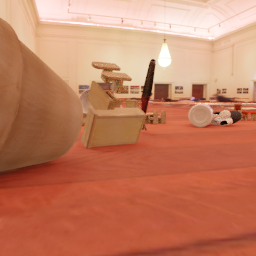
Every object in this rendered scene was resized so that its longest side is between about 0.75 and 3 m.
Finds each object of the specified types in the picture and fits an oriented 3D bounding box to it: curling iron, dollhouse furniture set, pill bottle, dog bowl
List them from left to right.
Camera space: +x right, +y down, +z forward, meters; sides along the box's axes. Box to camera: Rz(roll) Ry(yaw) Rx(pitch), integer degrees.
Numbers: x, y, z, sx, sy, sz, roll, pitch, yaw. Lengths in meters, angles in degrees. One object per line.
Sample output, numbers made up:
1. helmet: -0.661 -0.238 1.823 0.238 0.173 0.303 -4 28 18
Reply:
1. dog bowl: -1.582 -1.105 12.189 1.145 1.145 0.451 3 -13 25
2. dollhouse furniture set: -0.791 -0.542 7.834 1.504 1.984 2.264 -3 34 -33
3. dollhouse furniture set: 0.735 -0.772 13.084 1.646 1.093 1.443 -6 9 -40
4. curling iron: 0.630 -0.958 9.066 0.358 2.803 0.695 2 42 -9
5. pill bottle: 3.177 -0.578 12.088 0.961 0.961 1.715 2 6 18
6. dollhouse furniture set: 6.281 -0.852 14.972 1.564 0.806 1.547 -2 7 -15

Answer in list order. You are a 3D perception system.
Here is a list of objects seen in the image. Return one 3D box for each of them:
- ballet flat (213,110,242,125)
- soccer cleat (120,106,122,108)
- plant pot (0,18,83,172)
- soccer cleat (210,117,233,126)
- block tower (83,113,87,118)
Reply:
1. ballet flat: 4.199 -0.484 12.543 0.680 0.680 1.861 -3 1 -24
2. soccer cleat: -1.655 -1.072 16.629 2.788 0.951 1.020 0 13 -10
3. plant pot: -2.133 -0.312 4.841 2.699 2.699 2.342 4 -9 33
4. soccer cleat: 3.945 -0.266 12.040 0.464 0.374 1.090 -30 21 -38
5. block tower: -1.375 -0.813 14.789 0.782 0.837 2.894 3 9 19
